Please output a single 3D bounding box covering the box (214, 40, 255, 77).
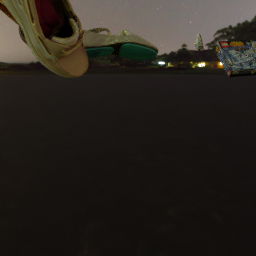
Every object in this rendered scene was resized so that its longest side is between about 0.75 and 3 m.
[{"bbox_3d":[4.042,-2.358,9.369,1.950,0.389,1.335,-6,59,-12],"label":"box"}]

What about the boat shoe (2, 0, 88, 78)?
[{"bbox_3d":[-1.117,-1.507,4.367,0.795,0.847,2.298,27,-16,28],"label":"boat shoe"}]

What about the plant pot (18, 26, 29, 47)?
[{"bbox_3d":[-3.005,-2.976,9.163,1.030,1.030,0.898,-4,-13,-17],"label":"plant pot"}]

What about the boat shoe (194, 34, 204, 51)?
[{"bbox_3d":[2.251,-2.702,8.979,0.285,0.291,0.821,-10,-21,18],"label":"boat shoe"}]

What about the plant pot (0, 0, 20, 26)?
[{"bbox_3d":[-2.042,-2.833,6.100,1.340,1.227,1.340,36,-3,2],"label":"plant pot"}]

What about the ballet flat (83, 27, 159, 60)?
[{"bbox_3d":[-0.249,-1.793,5.824,1.851,0.643,0.643,-3,13,-19],"label":"ballet flat"}]
